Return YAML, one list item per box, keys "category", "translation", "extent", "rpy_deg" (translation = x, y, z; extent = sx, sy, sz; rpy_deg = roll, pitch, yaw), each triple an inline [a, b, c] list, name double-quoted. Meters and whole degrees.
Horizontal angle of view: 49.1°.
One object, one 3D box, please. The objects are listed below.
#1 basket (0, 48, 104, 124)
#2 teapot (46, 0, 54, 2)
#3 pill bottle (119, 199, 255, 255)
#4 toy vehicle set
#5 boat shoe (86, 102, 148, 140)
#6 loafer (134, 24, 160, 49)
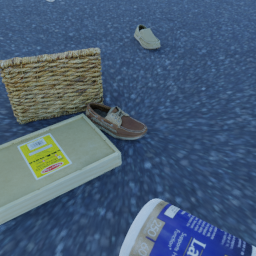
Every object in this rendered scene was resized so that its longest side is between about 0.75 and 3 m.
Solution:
- category: "basket"
  translation: [-2.071, -1.540, 7.760]
  extent: [2.544, 1.895, 1.816]
  rpy_deg: [-13, 42, -13]
- category: "teapot"
  translation: [-2.012, -4.020, 7.731]
  extent: [0.816, 0.596, 0.806]
  rpy_deg: [-30, 41, 28]
- category: "pill bottle"
  translation: [1.101, 2.067, 3.981]
  extent: [2.275, 1.316, 1.316]
  rpy_deg: [22, 45, 23]
- category: "toy vehicle set"
  translation: [-1.819, 0.735, 6.249]
  extent: [2.857, 0.379, 1.775]
  rpy_deg: [-24, 46, -25]
- category: "boat shoe"
  translation: [-0.347, -0.207, 7.162]
  extent: [1.759, 0.631, 0.666]
  rpy_deg: [16, 43, 18]
- category: "loafer"
  translation: [0.738, -3.683, 11.277]
  extent: [0.640, 0.577, 1.691]
  rpy_deg: [-19, 44, -21]
